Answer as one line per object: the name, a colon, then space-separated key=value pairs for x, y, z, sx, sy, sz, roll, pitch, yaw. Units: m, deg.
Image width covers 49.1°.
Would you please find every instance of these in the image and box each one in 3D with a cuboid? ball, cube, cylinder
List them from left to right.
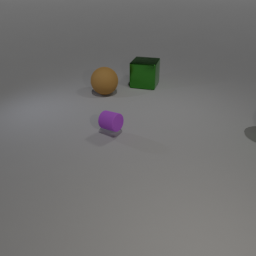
ball: x=-1.196 y=-2.394 z=14.230 sx=1.400 sy=1.400 sz=1.400 roll=0 pitch=28 yaw=0
cylinder: x=-0.641 y=-0.264 z=10.545 sx=0.700 sy=0.700 sz=0.700 roll=15 pitch=31 yaw=34
cube: x=0.934 y=-3.033 z=15.412 sx=1.400 sy=1.400 sz=1.400 roll=8 pitch=30 yaw=14
